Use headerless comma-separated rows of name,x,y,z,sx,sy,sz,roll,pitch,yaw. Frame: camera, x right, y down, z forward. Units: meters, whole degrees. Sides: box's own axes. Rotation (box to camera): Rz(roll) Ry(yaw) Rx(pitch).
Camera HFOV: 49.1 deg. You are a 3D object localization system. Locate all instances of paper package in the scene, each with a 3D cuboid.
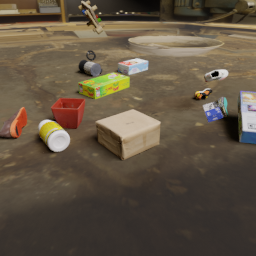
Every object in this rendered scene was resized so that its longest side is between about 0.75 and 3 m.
paper package,0.004,0.162,10.033,1.788,0.925,1.704,-20,33,-33

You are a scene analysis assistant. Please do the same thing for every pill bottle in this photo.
pill bottle,-2.708,0.223,10.054,0.788,0.788,1.402,-17,32,-30

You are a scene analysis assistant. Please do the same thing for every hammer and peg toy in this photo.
hammer and peg toy,-1.543,-4.941,12.494,0.598,1.248,1.697,-33,44,-5

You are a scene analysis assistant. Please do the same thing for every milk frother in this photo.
milk frother,-2.333,-4.233,18.214,1.331,1.415,1.277,24,31,38

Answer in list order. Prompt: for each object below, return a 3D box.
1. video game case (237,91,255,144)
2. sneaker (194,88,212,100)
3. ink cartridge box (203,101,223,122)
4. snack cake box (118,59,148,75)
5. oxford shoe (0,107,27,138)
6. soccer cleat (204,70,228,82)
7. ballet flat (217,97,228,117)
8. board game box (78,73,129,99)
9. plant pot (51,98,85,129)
video game case,5.784,-0.344,10.741,2.892,0.657,2.622,7,42,13
sneaker,3.957,-1.677,14.346,1.152,0.403,0.518,-16,44,-26
ink cartridge box,2.095,-0.412,6.945,0.358,0.169,0.762,-18,22,16
snack cake box,0.352,-4.154,18.895,1.878,0.631,1.080,-24,37,-38
oxford shoe,-4.552,-0.274,11.177,0.732,0.718,2.018,-6,27,-1
soccer cleat,3.942,-2.335,12.274,1.335,0.458,0.569,-15,-8,-22
ballet flat,4.191,-0.881,12.648,0.611,0.611,1.700,7,27,14
board game box,-1.269,-2.353,15.342,1.325,0.621,2.608,22,34,37
plant pot,-2.377,-0.569,11.431,1.098,0.969,1.099,3,28,7
